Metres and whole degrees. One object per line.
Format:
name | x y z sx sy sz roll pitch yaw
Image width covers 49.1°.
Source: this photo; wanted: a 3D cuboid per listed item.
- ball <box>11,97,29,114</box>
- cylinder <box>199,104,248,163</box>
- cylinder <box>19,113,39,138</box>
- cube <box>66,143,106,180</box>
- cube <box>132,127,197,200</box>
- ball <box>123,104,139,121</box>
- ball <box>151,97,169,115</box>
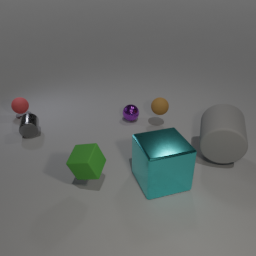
ball | -4.560 -0.948 11.839 0.700 0.700 0.700 0 29 0
cylinder | 3.027 0.165 8.948 1.400 1.400 1.400 7 39 12
cylinder | -3.778 -0.095 10.712 0.700 0.700 0.700 -7 38 -11
cube | -1.111 0.911 7.577 0.700 0.700 0.700 -6 41 24
cube | 0.985 0.989 8.190 1.400 1.400 1.400 -9 31 -16
ball | 0.120 -0.642 11.744 0.700 0.700 0.700 0 29 0
ball | 1.257 -0.855 11.031 0.700 0.700 0.700 0 29 0
